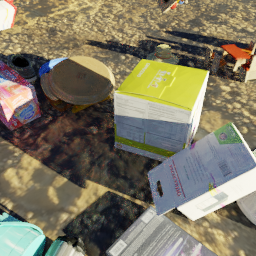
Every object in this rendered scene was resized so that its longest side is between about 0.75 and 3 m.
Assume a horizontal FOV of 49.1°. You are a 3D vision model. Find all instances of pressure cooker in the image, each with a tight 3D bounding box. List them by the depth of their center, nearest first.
[{"bbox_3d":[-1.432,2.942,6.406,0.844,0.857,0.960,11,43,18],"label":"pressure cooker"}]

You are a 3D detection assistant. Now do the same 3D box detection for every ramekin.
[{"bbox_3d":[4.421,1.562,7.661,2.761,1.286,2.761,0,42,0],"label":"ramekin"}]

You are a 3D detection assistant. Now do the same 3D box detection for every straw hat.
[{"bbox_3d":[1.812,-3.872,14.380,1.715,0.726,1.715,0,42,0],"label":"straw hat"}]

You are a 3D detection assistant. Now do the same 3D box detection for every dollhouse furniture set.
[{"bbox_3d":[5.387,-3.396,13.351,2.590,1.334,2.562,-10,42,-12],"label":"dollhouse furniture set"}]

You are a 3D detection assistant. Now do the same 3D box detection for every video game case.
[{"bbox_3d":[0.946,3.150,6.655,2.463,0.234,1.760,31,50,30],"label":"video game case"}]

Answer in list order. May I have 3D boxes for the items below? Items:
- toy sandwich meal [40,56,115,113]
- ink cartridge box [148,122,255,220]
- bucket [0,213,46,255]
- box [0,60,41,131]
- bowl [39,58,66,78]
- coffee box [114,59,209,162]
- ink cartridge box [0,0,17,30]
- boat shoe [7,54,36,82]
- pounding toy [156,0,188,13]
[{"bbox_3d":[-2.015,-1.770,11.586,2.998,1.027,2.998,5,53,-7],"label":"toy sandwich meal"},{"bbox_3d":[2.022,1.320,7.617,2.825,0.951,1.655,-33,38,19],"label":"ink cartridge box"},{"bbox_3d":[-2.623,2.773,6.109,1.049,1.612,1.612,22,45,9],"label":"bucket"},{"bbox_3d":[-4.779,-1.338,10.925,1.328,1.440,2.805,-32,52,-31],"label":"box"},{"bbox_3d":[-2.993,-2.576,13.095,2.223,0.436,2.223,0,42,0],"label":"bowl"},{"bbox_3d":[1.096,-0.593,9.321,2.388,2.361,2.384,16,43,17],"label":"coffee box"},{"bbox_3d":[-4.092,-3.621,9.038,0.439,0.758,1.305,36,39,3],"label":"ink cartridge box"},{"bbox_3d":[-5.153,-3.066,13.400,0.924,0.773,2.585,-26,47,-27],"label":"boat shoe"},{"bbox_3d":[1.863,-4.927,10.319,1.311,1.012,1.424,-38,11,-26],"label":"pounding toy"}]
